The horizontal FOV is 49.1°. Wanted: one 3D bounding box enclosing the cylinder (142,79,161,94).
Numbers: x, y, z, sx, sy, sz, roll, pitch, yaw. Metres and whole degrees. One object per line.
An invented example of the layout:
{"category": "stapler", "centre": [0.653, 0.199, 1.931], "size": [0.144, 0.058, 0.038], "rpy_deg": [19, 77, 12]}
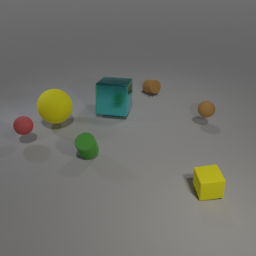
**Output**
{"category": "cylinder", "centre": [1.219, -2.154, 14.520], "size": [0.700, 0.700, 0.700], "rpy_deg": [-20, 21, -30]}

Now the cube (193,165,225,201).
{"category": "cube", "centre": [2.344, 1.585, 8.163], "size": [0.700, 0.700, 0.700], "rpy_deg": [-7, 33, -1]}

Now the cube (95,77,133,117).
{"category": "cube", "centre": [-0.600, -1.435, 12.569], "size": [1.400, 1.400, 1.400], "rpy_deg": [5, 23, 9]}

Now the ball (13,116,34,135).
{"category": "ball", "centre": [-3.830, -0.091, 10.259], "size": [0.700, 0.700, 0.700], "rpy_deg": [0, 30, 0]}

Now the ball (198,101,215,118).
{"category": "ball", "centre": [3.230, -0.776, 11.534], "size": [0.700, 0.700, 0.700], "rpy_deg": [0, 30, 0]}

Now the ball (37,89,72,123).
{"category": "ball", "centre": [-2.978, -0.884, 11.419], "size": [1.400, 1.400, 1.400], "rpy_deg": [0, 30, 0]}

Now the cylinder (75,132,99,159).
{"category": "cylinder", "centre": [-1.413, 0.619, 9.648], "size": [0.700, 0.700, 0.700], "rpy_deg": [-4, 57, 6]}
